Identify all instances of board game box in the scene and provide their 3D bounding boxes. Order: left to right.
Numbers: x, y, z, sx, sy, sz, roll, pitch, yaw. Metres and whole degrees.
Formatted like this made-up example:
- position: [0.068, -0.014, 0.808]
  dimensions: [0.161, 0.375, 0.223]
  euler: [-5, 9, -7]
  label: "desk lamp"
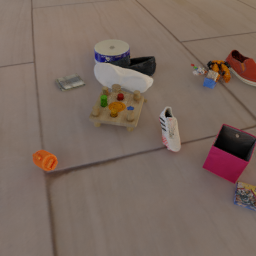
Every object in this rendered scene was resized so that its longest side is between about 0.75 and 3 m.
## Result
- position: [3.703, 2.043, 8.137]
  dimensions: [1.112, 0.192, 0.753]
  euler: [16, 45, 16]
  label: "board game box"

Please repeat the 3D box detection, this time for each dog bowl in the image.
- position: [-0.797, -3.765, 14.144]
  dimensions: [1.794, 0.707, 1.794]
  euler: [0, 42, 0]
  label: "dog bowl"

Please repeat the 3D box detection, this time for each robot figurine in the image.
- position: [-2.595, 1.010, 8.755]
  dimensions: [0.946, 0.552, 0.680]
  euler: [17, 24, 40]
  label: "robot figurine"
- position: [4.295, -2.715, 13.192]
  dimensions: [1.087, 0.436, 1.499]
  euler: [3, 43, 3]
  label: "robot figurine"

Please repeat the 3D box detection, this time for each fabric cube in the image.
- position: [3.118, 0.775, 8.599]
  dimensions: [1.113, 1.131, 1.135]
  euler: [25, 51, 19]
  label: "fabric cube"

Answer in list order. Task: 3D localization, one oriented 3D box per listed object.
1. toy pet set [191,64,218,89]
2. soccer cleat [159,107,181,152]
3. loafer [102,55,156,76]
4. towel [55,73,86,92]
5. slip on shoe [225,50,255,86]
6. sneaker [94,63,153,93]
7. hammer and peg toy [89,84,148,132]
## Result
- position: [3.391, -2.302, 12.668]
  dimensions: [1.249, 0.710, 1.337]
  euler: [24, 12, 20]
  label: "toy pet set"
- position: [1.488, 0.023, 9.809]
  dimensions: [0.595, 0.739, 1.735]
  euler: [2, 51, -13]
  label: "soccer cleat"
- position: [-0.048, -2.976, 13.080]
  dimensions: [2.736, 0.960, 0.929]
  euler: [-1, 42, -1]
  label: "loafer"
- position: [-2.646, -2.097, 12.691]
  dimensions: [1.139, 0.197, 1.097]
  euler: [-21, 46, -20]
  label: "towel"
- position: [5.545, -2.754, 12.943]
  dimensions: [1.017, 0.840, 2.745]
  euler: [-16, 46, -19]
  label: "slip on shoe"
- position: [-0.182, -2.275, 12.496]
  dimensions: [2.718, 1.023, 1.202]
  euler: [22, 31, 18]
  label: "sneaker"
- position: [-0.278, -1.016, 10.970]
  dimensions: [1.877, 0.900, 2.552]
  euler: [9, 43, 9]
  label: "hammer and peg toy"
